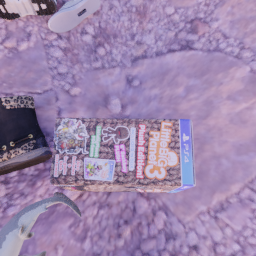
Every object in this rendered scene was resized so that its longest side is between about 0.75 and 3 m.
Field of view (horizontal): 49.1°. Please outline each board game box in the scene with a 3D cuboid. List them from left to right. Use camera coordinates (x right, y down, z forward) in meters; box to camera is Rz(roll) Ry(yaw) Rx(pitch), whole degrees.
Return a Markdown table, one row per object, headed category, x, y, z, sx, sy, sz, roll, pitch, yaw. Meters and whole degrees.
| category | x | y | z | sx | sy | sz | roll | pitch | yaw |
| --- | --- | --- | --- | --- | --- | --- | --- | --- | --- |
| board game box | -0.089 | 0.680 | 5.983 | 2.578 | 2.055 | 1.248 | 1 | 74 | 1 |

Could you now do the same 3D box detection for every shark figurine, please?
| category | x | y | z | sx | sy | sz | roll | pitch | yaw |
| --- | --- | --- | --- | --- | --- | --- | --- | --- | --- |
| shark figurine | -1.825 | 1.720 | 4.448 | 0.957 | 1.370 | 2.294 | -3 | 44 | 36 |

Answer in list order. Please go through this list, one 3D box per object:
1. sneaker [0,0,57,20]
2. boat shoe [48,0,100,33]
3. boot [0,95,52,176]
| category | x | y | z | sx | sy | sz | roll | pitch | yaw |
| --- | --- | --- | --- | --- | --- | --- | --- | --- | --- |
| sneaker | -3.042 | -3.714 | 8.031 | 2.332 | 0.775 | 1.055 | 2 | 56 | 9 |
| boat shoe | -1.611 | -3.347 | 8.037 | 1.662 | 0.589 | 0.580 | -38 | 54 | -8 |
| boot | -3.142 | 0.227 | 6.756 | 2.295 | 0.840 | 1.728 | -15 | 75 | -8 |
